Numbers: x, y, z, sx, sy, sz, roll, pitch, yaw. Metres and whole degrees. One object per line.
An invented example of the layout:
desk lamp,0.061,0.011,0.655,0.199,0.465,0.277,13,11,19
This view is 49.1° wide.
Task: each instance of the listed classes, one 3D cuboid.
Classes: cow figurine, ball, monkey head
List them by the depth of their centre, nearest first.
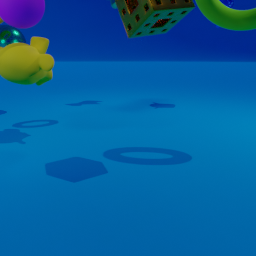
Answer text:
ball,-2.243,-2.594,5.810,0.994,0.994,0.994,0,15,0
monkey head,-2.277,-1.592,6.258,1.807,1.300,1.089,12,-8,12
ball,-3.830,-2.673,8.899,1.152,1.152,1.152,0,15,0
monkey head,3.091,-4.198,9.866,0.951,1.136,1.579,19,44,1
cow figurine,-0.141,-4.529,10.330,0.806,1.445,1.468,-26,18,23

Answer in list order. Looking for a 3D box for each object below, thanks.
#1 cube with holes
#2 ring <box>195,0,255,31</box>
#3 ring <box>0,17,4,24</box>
cube with holes,0.337,-1.784,3.905,0.709,0.709,0.709,-18,-3,-29
ring,1.848,-2.299,4.390,1.656,1.656,0.331,6,52,23
ring,-3.368,-3.290,7.421,1.787,0.357,1.787,-40,17,15
